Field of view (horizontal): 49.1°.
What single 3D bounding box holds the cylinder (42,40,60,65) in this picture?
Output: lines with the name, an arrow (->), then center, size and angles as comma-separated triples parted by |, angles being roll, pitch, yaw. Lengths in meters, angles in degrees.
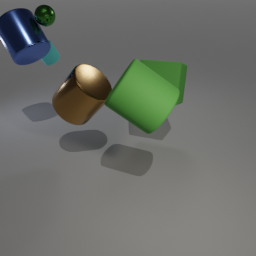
cylinder -> -3.137, -2.940, 10.953 | 0.700, 0.700, 0.700 | -13, 49, 16

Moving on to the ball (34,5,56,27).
ball -> -2.842, -3.847, 9.595 | 0.700, 0.700, 0.700 | 0, 29, 0

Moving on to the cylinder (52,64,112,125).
cylinder -> -1.437, -1.026, 8.783 | 1.400, 1.400, 1.400 | 28, 41, -27

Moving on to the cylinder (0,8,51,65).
cylinder -> -3.662, -3.167, 9.826 | 1.400, 1.400, 1.400 | -30, -2, -1

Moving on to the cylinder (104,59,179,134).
cylinder -> 0.342, -0.793, 7.148 | 1.400, 1.400, 1.400 | 34, 29, -9

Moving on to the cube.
cube -> 1.220, -1.604, 9.865 | 1.400, 1.400, 1.400 | 9, 11, 18
